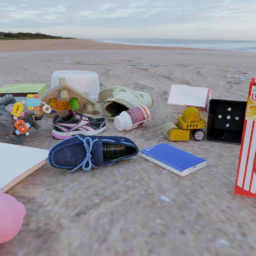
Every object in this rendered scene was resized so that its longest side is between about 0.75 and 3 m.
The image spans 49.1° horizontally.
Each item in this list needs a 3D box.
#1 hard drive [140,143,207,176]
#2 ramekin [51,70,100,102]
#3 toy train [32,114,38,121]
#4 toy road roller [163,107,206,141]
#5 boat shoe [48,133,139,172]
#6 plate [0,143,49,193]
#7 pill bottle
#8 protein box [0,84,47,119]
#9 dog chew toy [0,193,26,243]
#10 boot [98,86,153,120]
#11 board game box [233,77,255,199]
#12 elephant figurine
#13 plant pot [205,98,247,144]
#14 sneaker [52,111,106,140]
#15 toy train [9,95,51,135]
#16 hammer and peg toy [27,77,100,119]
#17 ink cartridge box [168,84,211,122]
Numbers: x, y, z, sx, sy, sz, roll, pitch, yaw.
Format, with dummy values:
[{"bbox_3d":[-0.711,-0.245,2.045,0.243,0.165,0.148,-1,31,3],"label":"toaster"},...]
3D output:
[{"bbox_3d":[1.294,0.871,8.169,1.072,0.206,1.626,-15,24,-37],"label":"hard drive"},{"bbox_3d":[-2.755,-2.228,14.735,2.709,1.422,2.709,3,17,-1],"label":"ramekin"},{"bbox_3d":[-4.917,-0.355,11.265,2.610,0.445,0.598,1,23,4],"label":"toy train"},{"bbox_3d":[1.991,-0.169,9.821,1.450,1.059,0.891,-2,20,-6],"label":"toy road roller"},{"bbox_3d":[-0.880,0.582,7.714,2.534,1.066,0.870,-13,13,-26],"label":"boat shoe"},{"bbox_3d":[-3.908,1.146,7.039,2.982,0.483,2.988,6,21,19],"label":"plate"},{"bbox_3d":[0.155,-0.358,10.712,1.296,0.732,0.732,-20,27,-27],"label":"pill bottle"},{"bbox_3d":[-4.642,-1.180,12.375,1.803,1.216,1.790,-2,20,-5],"label":"protein box"},{"bbox_3d":[-2.738,1.690,4.494,1.356,1.356,2.177,19,20,42],"label":"dog chew toy"},{"bbox_3d":[-0.578,-1.145,12.627,2.861,1.031,2.213,13,24,27],"label":"boot"},{"bbox_3d":[3.501,0.355,5.978,2.036,2.688,0.622,8,22,22],"label":"board game box"},{"bbox_3d":[-3.939,-0.137,9.182,1.795,1.637,2.314,-24,21,-15],"label":"elephant figurine"},{"bbox_3d":[3.562,-0.314,9.887,1.453,1.457,1.292,6,12,17],"label":"plant pot"},{"bbox_3d":[-1.735,-0.205,10.174,2.081,0.898,0.836,-12,25,-32],"label":"sneaker"},{"bbox_3d":[-3.084,-0.451,8.735,1.324,0.994,0.368,-39,12,1],"label":"toy train"},{"bbox_3d":[-2.227,-0.711,10.549,1.880,0.901,2.556,-25,-29,22],"label":"hammer and peg toy"},{"bbox_3d":[2.556,-0.859,11.193,1.414,0.819,2.427,9,-11,22],"label":"ink cartridge box"}]
